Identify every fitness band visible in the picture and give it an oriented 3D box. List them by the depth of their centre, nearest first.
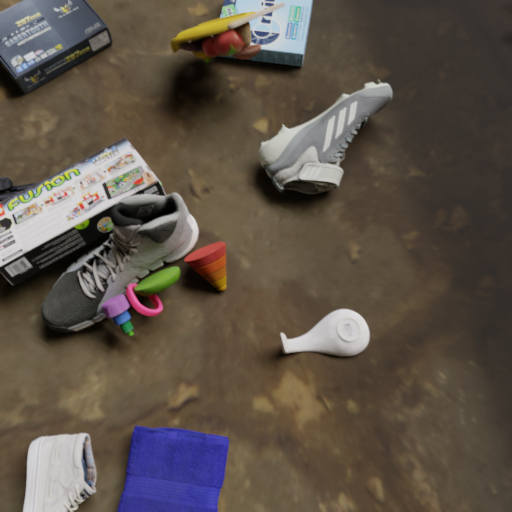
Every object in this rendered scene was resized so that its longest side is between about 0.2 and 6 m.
[{"bbox_3d":[-1.996,0.782,9.997,0.153,0.587,0.817,-57,48,18],"label":"fitness band"}]

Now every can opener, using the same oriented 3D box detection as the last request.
[{"bbox_3d":[-4.682,-1.276,11.149,1.343,0.528,0.426,-2,60,-11],"label":"can opener"}]

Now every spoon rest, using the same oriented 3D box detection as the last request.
[{"bbox_3d":[1.220,1.452,10.088,1.743,0.528,0.866,-8,69,-17],"label":"spoon rest"}]

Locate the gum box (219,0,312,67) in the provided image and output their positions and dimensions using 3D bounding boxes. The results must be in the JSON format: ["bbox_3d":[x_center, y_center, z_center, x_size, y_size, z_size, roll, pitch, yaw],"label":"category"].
[{"bbox_3d":[0.181,-5.190,12.662,1.997,0.445,1.697,8,69,3],"label":"gum box"}]

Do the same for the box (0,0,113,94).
[{"bbox_3d":[-4.688,-4.925,12.471,2.335,0.596,1.842,-35,71,-13],"label":"box"}]

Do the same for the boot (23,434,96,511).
[{"bbox_3d":[-3.070,3.888,8.902,0.990,0.762,2.071,-10,68,3],"label":"boot"}]

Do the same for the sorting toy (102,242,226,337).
[{"bbox_3d":[-1.481,0.666,10.151,2.507,0.869,0.863,-30,105,-20],"label":"sorting toy"}]

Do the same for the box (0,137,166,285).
[{"bbox_3d":[-3.469,-0.928,10.599,3.180,0.552,1.750,-31,50,-11],"label":"box"}]

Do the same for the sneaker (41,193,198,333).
[{"bbox_3d":[-2.573,-0.097,9.847,3.308,1.911,1.241,-39,71,-15],"label":"sneaker"}]

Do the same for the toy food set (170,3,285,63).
[{"bbox_3d":[-0.646,-4.311,11.348,1.492,0.829,2.537,-37,32,-31],"label":"toy food set"}]

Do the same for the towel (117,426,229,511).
[{"bbox_3d":[-1.374,3.958,9.053,1.643,0.551,2.225,5,69,9],"label":"towel"}]

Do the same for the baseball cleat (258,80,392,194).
[{"bbox_3d":[1.618,-2.254,11.315,3.079,1.074,1.639,-29,79,-2],"label":"baseball cleat"}]

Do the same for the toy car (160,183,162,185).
[{"bbox_3d":[-2.266,-1.188,11.199,1.024,0.228,0.963,32,72,12],"label":"toy car"}]
